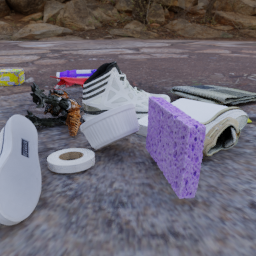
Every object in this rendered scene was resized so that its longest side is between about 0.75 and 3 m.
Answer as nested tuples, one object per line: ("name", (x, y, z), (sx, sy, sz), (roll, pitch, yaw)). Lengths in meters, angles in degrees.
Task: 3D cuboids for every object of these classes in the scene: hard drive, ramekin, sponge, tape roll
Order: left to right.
("tape roll", (-1.117, 0.628, 5.546), (0.940, 0.172, 0.940), (-2, 15, 1))
("ramekin", (-0.342, -0.002, 6.030), (1.294, 0.603, 1.294), (-24, -4, -2))
("sponge", (0.723, 0.202, 4.952), (0.307, 1.147, 2.056), (-1, 18, -12))
("hard drive", (1.477, -0.240, 7.555), (1.614, 0.322, 2.448), (16, 29, 37))

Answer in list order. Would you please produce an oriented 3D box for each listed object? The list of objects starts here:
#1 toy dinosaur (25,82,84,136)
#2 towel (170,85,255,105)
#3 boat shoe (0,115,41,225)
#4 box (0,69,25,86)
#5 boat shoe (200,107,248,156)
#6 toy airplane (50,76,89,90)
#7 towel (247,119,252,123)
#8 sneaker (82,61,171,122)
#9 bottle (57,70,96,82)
("toy dinosaur", (-1.846, -0.547, 7.606), (1.556, 1.171, 2.292), (4, 8, -33))
("towel", (3.186, -1.193, 10.189), (2.336, 0.419, 2.426), (-8, 20, -35))
("boat shoe", (-1.969, 0.672, 4.592), (0.783, 0.715, 2.177), (36, 24, -42))
("box", (-5.358, -2.325, 12.785), (1.017, 0.620, 0.979), (-2, 21, -5))
("boat shoe", (2.101, 0.131, 6.250), (2.141, 0.800, 0.732), (-22, 36, -31))
("toy airplane", (-1.671, -1.655, 10.326), (2.749, 0.506, 2.749), (3, 1, 0))
("towel", (2.851, -0.237, 8.059), (1.222, 0.110, 0.526), (-1, 24, -3))
("sneaker", (0.058, -1.094, 8.101), (2.852, 1.641, 1.076), (-10, 23, -24))
("bottle", (-2.274, -2.331, 12.800), (1.894, 0.618, 0.791), (-3, 19, -7))
